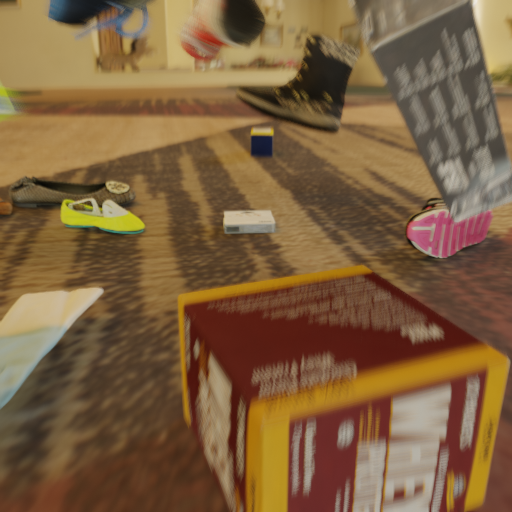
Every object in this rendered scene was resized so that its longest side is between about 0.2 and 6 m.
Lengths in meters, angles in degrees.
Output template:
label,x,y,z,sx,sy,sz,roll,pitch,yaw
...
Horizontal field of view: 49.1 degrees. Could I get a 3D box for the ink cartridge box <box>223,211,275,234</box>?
label,x,y,z,sx,sy,sz,roll,pitch,yaw
ink cartridge box,-0.136,-0.597,9.810,0.876,0.191,0.760,-2,20,-4

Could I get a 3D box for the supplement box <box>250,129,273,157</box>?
label,x,y,z,sx,sy,sz,roll,pitch,yaw
supplement box,0.170,-3.299,16.331,0.643,0.647,1.181,2,21,2

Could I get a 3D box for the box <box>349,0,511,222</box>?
label,x,y,z,sx,sy,sz,roll,pitch,yaw
box,1.650,-2.118,5.653,0.801,2.537,3.217,-22,-29,21

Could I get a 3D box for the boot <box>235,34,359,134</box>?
label,x,y,z,sx,sy,sz,roll,pitch,yaw
boot,0.852,-3.570,11.329,2.279,1.716,0.834,22,5,19

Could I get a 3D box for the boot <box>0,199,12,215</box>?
label,x,y,z,sx,sy,sz,roll,pitch,yaw
boot,-5.628,-1.004,10.365,1.572,0.572,1.670,18,27,41

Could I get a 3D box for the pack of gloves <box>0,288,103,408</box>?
label,x,y,z,sx,sy,sz,roll,pitch,yaw
pack of gloves,-2.948,1.071,5.267,2.344,0.550,2.790,-6,14,3

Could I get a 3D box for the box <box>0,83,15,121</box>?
label,x,y,z,sx,sy,sz,roll,pitch,yaw
box,-4.601,-2.575,8.578,1.235,0.483,2.025,-30,70,-6

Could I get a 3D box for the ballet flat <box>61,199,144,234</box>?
label,x,y,z,sx,sy,sz,roll,pitch,yaw
ballet flat,-2.678,-0.713,9.634,1.573,0.527,0.525,7,22,16

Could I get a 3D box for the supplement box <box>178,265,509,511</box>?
label,x,y,z,sx,sy,sz,roll,pitch,yaw
supplement box,0.489,1.012,4.143,1.732,1.166,1.756,-8,22,-21

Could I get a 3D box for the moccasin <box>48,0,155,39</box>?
label,x,y,z,sx,sy,sz,roll,pitch,yaw
moccasin,-1.455,-3.012,5.933,1.137,1.342,3.334,11,4,-28

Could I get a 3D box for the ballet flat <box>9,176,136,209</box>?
label,x,y,z,sx,sy,sz,roll,pitch,yaw
ballet flat,-3.652,-1.298,11.108,2.494,0.578,0.840,1,21,2

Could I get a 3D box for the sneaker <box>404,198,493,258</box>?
label,x,y,z,sx,sy,sz,roll,pitch,yaw
sneaker,2.828,-0.485,8.770,2.025,0.747,0.886,-11,23,-40

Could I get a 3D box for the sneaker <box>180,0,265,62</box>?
label,x,y,z,sx,sy,sz,roll,pitch,yaw
sneaker,-0.649,-3.825,9.614,0.901,1.446,2.698,20,39,-26
